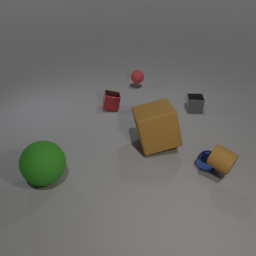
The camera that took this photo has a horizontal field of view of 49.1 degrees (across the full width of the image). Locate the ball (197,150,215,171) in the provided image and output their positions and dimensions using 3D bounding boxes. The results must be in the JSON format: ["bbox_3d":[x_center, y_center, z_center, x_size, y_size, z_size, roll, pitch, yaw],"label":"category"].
[{"bbox_3d":[2.659,1.086,9.359,0.700,0.700,0.700,0,32,0],"label":"ball"}]

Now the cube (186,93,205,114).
[{"bbox_3d":[3.093,-1.132,12.941,0.700,0.700,0.700,2,32,3],"label":"cube"}]

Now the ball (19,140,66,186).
[{"bbox_3d":[-2.627,1.083,8.664,1.400,1.400,1.400,0,32,0],"label":"ball"}]

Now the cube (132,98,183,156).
[{"bbox_3d":[1.032,-0.076,10.194,1.400,1.400,1.400,-15,27,0],"label":"cube"}]

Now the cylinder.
[{"bbox_3d":[2.890,0.959,8.577,0.700,0.700,0.700,32,43,24],"label":"cylinder"}]

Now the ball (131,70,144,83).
[{"bbox_3d":[0.513,-2.733,14.947,0.700,0.700,0.700,0,32,0],"label":"ball"}]

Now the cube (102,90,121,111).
[{"bbox_3d":[-0.773,-1.273,13.016,0.700,0.700,0.700,8,28,-12],"label":"cube"}]
